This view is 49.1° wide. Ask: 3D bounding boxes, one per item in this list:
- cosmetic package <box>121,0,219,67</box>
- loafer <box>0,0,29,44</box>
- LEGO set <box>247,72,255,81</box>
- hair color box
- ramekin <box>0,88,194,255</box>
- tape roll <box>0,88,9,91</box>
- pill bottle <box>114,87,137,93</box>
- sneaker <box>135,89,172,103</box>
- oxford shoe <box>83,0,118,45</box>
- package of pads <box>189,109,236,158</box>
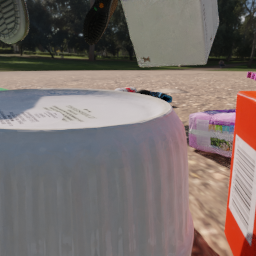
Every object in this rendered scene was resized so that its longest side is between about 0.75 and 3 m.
[{"bbox_3d":[1.520,-3.651,8.960,2.277,2.290,2.737,4,46,26],"label":"cosmetic package"},{"bbox_3d":[-2.658,-2.975,6.045,0.977,2.599,0.905,-22,-8,15],"label":"loafer"},{"bbox_3d":[6.144,-1.395,10.896,2.951,1.126,1.211,11,19,16],"label":"LEGO set"},{"bbox_3d":[2.383,0.500,2.131,2.944,1.494,0.901,1,13,5],"label":"hair color box"},{"bbox_3d":[-0.621,0.396,2.701,2.564,1.346,2.564,2,15,-1],"label":"ramekin"},{"bbox_3d":[-2.866,-0.148,4.464,2.643,0.635,2.643,8,19,-3],"label":"tape roll"},{"bbox_3d":[-0.194,-1.296,11.282,1.143,0.642,0.642,-14,19,-42],"label":"pill bottle"},{"bbox_3d":[0.932,-1.130,10.590,1.756,0.643,0.719,-11,18,-39],"label":"sneaker"},{"bbox_3d":[-0.891,-4.280,10.467,0.914,2.515,1.062,32,22,12],"label":"oxford shoe"},{"bbox_3d":[2.185,0.083,4.860,1.280,0.804,2.124,-5,6,-25],"label":"package of pads"}]
